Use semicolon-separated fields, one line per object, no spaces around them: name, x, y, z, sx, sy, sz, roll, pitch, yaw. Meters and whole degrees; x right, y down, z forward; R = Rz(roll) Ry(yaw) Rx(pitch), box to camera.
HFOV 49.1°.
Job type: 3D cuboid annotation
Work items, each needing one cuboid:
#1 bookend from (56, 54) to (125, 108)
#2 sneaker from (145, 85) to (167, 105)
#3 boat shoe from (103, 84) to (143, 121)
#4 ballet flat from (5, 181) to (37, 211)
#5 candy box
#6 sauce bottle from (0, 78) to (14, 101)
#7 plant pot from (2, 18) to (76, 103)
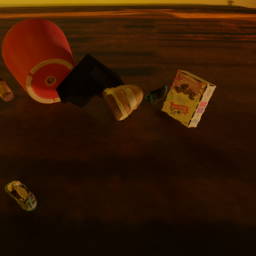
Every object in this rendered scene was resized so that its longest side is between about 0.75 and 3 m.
bookend;-1.146;-1.280;8.939;1.561;1.552;0.719;24;28;-51
sneaker;0.869;-1.035;8.671;0.397;0.969;0.355;24;58;-15
boat shoe;-0.046;-0.764;7.557;1.021;0.961;2.681;-29;13;-1
ballet flat;-2.019;1.167;5.217;0.962;0.357;0.357;22;35;36
candy box;1.558;-0.774;7.370;0.431;1.204;1.010;-2;31;-45
sauce bottle;-4.086;-1.365;8.972;0.380;0.380;1.150;-24;69;-37
plant pot;-2.785;-2.077;9.259;2.341;2.341;2.072;-14;48;-25
